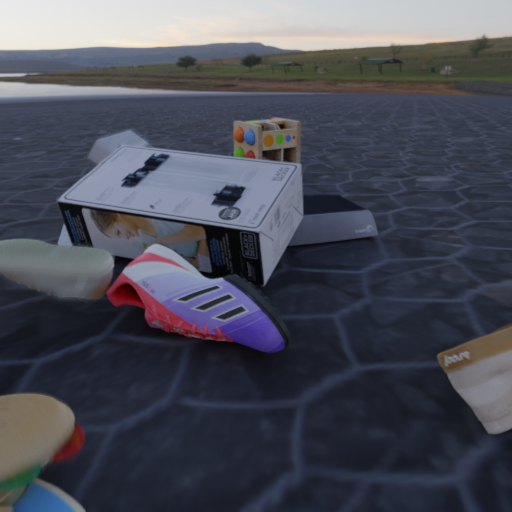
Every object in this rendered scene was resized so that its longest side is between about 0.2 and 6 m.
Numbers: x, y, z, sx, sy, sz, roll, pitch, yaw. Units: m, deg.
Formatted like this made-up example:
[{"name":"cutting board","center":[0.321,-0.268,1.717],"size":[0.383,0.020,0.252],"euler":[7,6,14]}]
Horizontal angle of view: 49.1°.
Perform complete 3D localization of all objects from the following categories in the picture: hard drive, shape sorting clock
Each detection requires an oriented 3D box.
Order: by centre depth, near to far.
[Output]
[{"name":"shape sorting clock","center":[-2.282,1.988,2.724],"size":[3.102,0.608,3.102],"euler":[0,20,0]},{"name":"hard drive","center":[0.760,-0.669,10.154],"size":[2.476,0.524,1.670],"euler":[-6,21,-16]}]

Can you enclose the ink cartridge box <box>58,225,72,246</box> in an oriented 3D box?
[{"name":"ink cartridge box","center":[-2.650,-0.347,9.465],"size":[1.250,0.254,1.253],"euler":[-2,40,-4]}]

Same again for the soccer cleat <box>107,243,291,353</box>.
[{"name":"soccer cleat","center":[-0.709,0.625,6.439],"size":[2.566,0.875,0.939],"euler":[23,53,40]}]

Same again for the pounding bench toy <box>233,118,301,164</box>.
[{"name":"pounding bench toy","center":[0.023,-3.266,16.194],"size":[1.630,1.298,2.089],"euler":[-12,23,-29]}]

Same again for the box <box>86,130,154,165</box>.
[{"name":"box","center":[-2.127,-1.685,11.468],"size":[2.169,0.446,1.691],"euler":[37,22,-2]}]

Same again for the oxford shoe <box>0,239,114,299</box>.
[{"name":"oxford shoe","center":[-2.756,0.179,7.129],"size":[2.098,0.606,0.789],"euler":[8,25,18]}]

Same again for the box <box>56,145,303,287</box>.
[{"name":"box","center":[-1.110,-0.749,8.757],"size":[3.311,0.996,1.931],"euler":[9,40,18]}]

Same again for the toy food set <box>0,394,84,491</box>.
[{"name":"toy food set","center":[-1.919,1.366,4.016],"size":[1.268,0.312,1.281],"euler":[-12,12,-25]}]

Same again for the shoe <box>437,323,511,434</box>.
[{"name":"shoe","center":[2.933,0.922,5.592],"size":[2.967,1.037,0.792],"euler":[-12,67,-35]}]
